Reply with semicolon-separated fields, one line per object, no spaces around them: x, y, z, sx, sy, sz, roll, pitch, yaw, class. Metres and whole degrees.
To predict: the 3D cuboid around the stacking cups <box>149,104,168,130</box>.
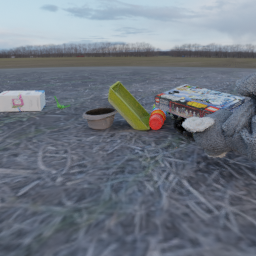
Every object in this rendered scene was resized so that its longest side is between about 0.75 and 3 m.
1.303;-0.595;12.416;0.802;0.802;2.649;4;18;14;stacking cups

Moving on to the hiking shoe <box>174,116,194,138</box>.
2.447;-0.344;10.991;1.378;1.036;2.737;3;17;-3;hiking shoe

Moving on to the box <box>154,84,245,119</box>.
2.642;-0.947;10.639;1.909;0.556;2.788;-22;31;-33;box

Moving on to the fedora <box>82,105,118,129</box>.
-1.093;-0.393;11.720;1.431;0.731;1.618;12;25;40;fedora

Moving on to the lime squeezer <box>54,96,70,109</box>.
-3.673;-1.279;15.434;0.255;0.478;1.354;-11;-20;24;lime squeezer

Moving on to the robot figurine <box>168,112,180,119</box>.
2.342;-0.682;12.910;0.760;0.631;1.011;-21;25;-32;robot figurine

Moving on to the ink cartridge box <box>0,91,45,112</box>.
-5.715;-1.483;15.173;2.167;0.917;1.566;0;16;-7;ink cartridge box

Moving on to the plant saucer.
0.017;-0.887;11.990;0.544;2.271;2.274;-41;7;15;plant saucer

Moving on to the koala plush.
2.773;0.067;7.483;2.328;2.140;2.065;-12;-38;36;koala plush
